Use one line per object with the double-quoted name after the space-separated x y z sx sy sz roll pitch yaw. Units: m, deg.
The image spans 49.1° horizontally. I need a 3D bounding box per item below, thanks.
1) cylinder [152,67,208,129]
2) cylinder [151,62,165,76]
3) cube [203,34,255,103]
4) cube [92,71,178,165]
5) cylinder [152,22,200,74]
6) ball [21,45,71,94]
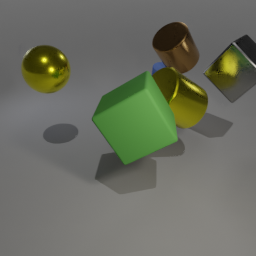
1.359 -0.849 8.169 1.400 1.400 1.400 23 14 -36 "cylinder"
1.375 -2.343 12.040 0.700 0.700 0.700 2 49 -2 "cylinder"
3.612 -1.933 9.099 1.400 1.400 1.400 48 45 7 "cube"
0.203 -0.263 6.638 1.400 1.400 1.400 -27 22 18 "cube"
1.820 -2.987 10.578 1.400 1.400 1.400 -16 55 25 "cylinder"
-2.392 -1.710 8.221 1.400 1.400 1.400 0 30 0 "ball"
